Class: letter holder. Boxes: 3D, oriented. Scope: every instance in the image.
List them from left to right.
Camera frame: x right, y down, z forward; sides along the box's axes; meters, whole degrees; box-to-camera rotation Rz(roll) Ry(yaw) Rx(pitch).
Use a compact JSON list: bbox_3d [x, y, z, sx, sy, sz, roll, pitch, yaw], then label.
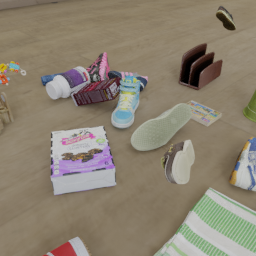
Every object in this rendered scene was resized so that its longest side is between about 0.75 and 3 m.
[{"bbox_3d":[3.696,-3.143,13.897,1.153,1.629,2.292,27,43,33],"label":"letter holder"}]

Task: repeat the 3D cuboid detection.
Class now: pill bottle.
[{"bbox_3d":[-2.745,-2.027,12.821,1.062,1.062,1.906,25,42,31],"label":"pill bottle"}]

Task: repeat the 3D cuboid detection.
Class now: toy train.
[{"bbox_3d":[-3.801,-1.729,8.944,0.954,0.265,0.717,-37,94,-42],"label":"toy train"}]

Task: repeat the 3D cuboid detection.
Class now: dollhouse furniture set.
[{"bbox_3d":[-5.457,-0.640,10.535,1.708,1.463,1.796,29,45,34],"label":"dollhouse furniture set"}]

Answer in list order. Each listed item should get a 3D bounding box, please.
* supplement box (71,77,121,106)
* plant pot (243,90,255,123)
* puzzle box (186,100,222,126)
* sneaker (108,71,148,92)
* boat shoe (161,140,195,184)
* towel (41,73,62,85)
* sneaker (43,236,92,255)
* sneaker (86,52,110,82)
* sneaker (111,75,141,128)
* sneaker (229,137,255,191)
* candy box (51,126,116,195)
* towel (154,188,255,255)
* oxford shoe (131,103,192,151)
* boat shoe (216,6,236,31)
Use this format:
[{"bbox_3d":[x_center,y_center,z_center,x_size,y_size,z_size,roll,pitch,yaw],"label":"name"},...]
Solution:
[{"bbox_3d":[-1.306,-1.552,11.997,1.999,0.609,1.088,-6,30,30],"label":"supplement box"},{"bbox_3d":[5.554,-1.117,11.268,1.473,1.399,1.473,0,35,0],"label":"plant pot"},{"bbox_3d":[2.957,-0.642,11.633,1.015,0.194,1.525,-30,45,-34],"label":"puzzle box"},{"bbox_3d":[0.012,-2.416,13.608,2.051,0.719,0.841,25,57,19],"label":"sneaker"},{"bbox_3d":[1.121,0.790,6.554,0.585,0.706,1.964,-12,12,24],"label":"boat shoe"},{"bbox_3d":[-3.669,-2.464,14.081,1.321,0.321,0.738,-14,37,-17],"label":"towel"},{"bbox_3d":[-1.102,3.421,5.267,1.555,0.985,2.764,-15,31,-26],"label":"sneaker"},{"bbox_3d":[-1.638,-3.126,14.567,1.275,1.056,2.674,-9,34,7],"label":"sneaker"},{"bbox_3d":[-0.091,-1.177,11.187,0.957,1.571,2.407,8,36,7],"label":"sneaker"},{"bbox_3d":[3.879,1.148,8.764,0.916,0.782,2.077,24,51,20],"label":"sneaker"},{"bbox_3d":[-1.483,0.930,8.916,1.840,0.785,2.194,-8,36,-10],"label":"candy box"},{"bbox_3d":[2.221,2.817,6.675,2.234,0.343,2.929,26,43,30],"label":"towel"},{"bbox_3d":[1.216,0.008,10.289,2.775,0.801,1.043,-34,91,-26],"label":"oxford shoe"},{"bbox_3d":[2.824,-3.102,7.934,0.343,0.304,0.938,11,-10,45],"label":"boat shoe"}]
